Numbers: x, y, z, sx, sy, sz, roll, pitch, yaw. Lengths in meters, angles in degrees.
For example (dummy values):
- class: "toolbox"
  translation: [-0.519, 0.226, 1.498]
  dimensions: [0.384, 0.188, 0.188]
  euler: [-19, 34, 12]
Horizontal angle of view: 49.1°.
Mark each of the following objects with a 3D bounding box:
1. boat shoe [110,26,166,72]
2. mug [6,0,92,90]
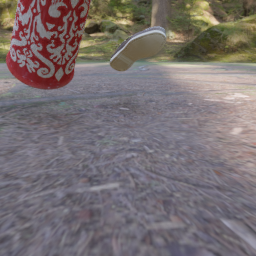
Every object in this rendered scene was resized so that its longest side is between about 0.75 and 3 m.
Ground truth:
- class: "boat shoe"
  translation: [0.320, -2.789, 9.539]
  dimensions: [0.944, 0.782, 2.628]
  euler: [29, -28, -26]
- class: "mug"
  translation: [-2.274, -2.857, 7.314]
  dimensions: [2.575, 2.901, 1.935]
  euler: [38, 47, 4]
